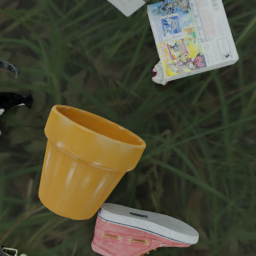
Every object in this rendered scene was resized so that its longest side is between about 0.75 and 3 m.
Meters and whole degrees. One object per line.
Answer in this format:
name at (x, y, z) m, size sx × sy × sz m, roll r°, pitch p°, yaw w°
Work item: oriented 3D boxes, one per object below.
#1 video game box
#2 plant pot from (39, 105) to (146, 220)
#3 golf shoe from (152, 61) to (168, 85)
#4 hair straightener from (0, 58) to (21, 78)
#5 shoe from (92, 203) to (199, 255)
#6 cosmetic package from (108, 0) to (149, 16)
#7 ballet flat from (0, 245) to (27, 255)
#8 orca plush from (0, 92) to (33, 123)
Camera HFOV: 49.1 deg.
video game box at (1.709, -2.532, 7.616) m, size 1.944 × 0.499 × 2.134 m, roll -14°, pitch 84°, yaw 2°
plant pot at (-1.167, 0.974, 7.453) m, size 2.582 × 2.582 × 2.364 m, roll 24°, pitch 98°, yaw 4°
golf shoe at (1.063, -1.953, 8.789) m, size 0.541 × 0.445 × 1.182 m, roll 9°, pitch 80°, yaw 5°
hair straightener at (-3.594, -1.637, 6.935) m, size 2.281 × 0.878 × 0.467 m, roll 22°, pitch 92°, yaw 24°
shoe at (0.437, 3.088, 7.793) m, size 2.845 × 1.016 × 1.294 m, roll 15°, pitch 94°, yaw -1°
cosmetic package at (0.366, -3.891, 6.530) m, size 1.332 × 2.361 × 0.958 m, roll 26°, pitch 60°, yaw -33°
ballet flat at (-3.187, 3.728, 7.935) m, size 1.284 × 0.437 × 0.439 m, roll 26°, pitch 71°, yaw 4°
orca plush at (-3.992, -0.670, 8.429) m, size 2.062 × 0.733 × 1.085 m, roll 1°, pitch 81°, yaw 0°
